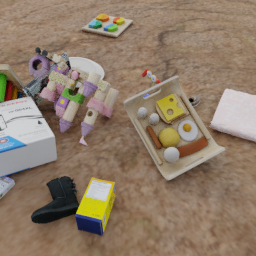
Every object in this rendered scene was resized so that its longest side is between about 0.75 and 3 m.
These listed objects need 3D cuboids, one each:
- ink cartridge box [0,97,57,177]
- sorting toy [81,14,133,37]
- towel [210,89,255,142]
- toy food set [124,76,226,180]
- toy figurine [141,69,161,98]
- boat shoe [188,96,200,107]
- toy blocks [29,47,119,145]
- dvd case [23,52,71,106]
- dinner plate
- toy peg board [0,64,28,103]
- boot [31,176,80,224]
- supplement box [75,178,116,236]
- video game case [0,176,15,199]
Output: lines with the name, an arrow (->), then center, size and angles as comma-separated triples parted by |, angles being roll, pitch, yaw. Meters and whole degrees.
ink cartridge box -> -3.758, 0.177, 9.366 | 1.908, 1.102, 2.613 | -18, 44, -28
sorting toy -> -1.259, -6.481, 17.421 | 2.425, 0.478, 2.620 | 18, 44, 19
towel -> 4.758, -0.411, 10.671 | 2.742, 0.442, 2.619 | 18, 44, 19
toy food set -> 1.412, -0.070, 8.835 | 2.053, 0.864, 2.861 | -27, 77, -6
toy figurine -> 1.147, -0.526, 10.475 | 1.792, 1.578, 2.992 | -44, 78, 11
boat shoe -> 2.620, -1.080, 11.498 | 1.073, 0.319, 0.385 | -30, 50, -29
toy blocks -> -2.108, -0.958, 9.990 | 2.578, 2.758, 2.322 | 25, 89, 15
dvd case -> -3.093, -1.883, 11.065 | 0.235, 1.557, 2.133 | 43, 75, 7
dinner plate -> -2.306, -2.647, 12.699 | 2.475, 0.300, 2.475 | 6, 44, -6
toy peg board -> -5.300, -1.269, 10.588 | 2.459, 2.448, 1.203 | 1, 72, 0
boot -> -2.073, 1.980, 7.927 | 1.416, 0.524, 1.160 | -10, 44, -21
supplement box -> -0.847, 2.115, 7.635 | 0.701, 0.705, 1.288 | 11, 44, 10
video game case -> -4.119, 1.775, 8.361 | 1.057, 0.240, 0.958 | 18, 45, 19
